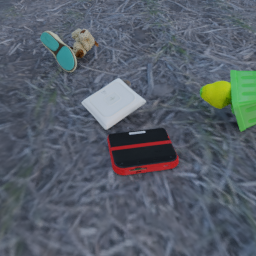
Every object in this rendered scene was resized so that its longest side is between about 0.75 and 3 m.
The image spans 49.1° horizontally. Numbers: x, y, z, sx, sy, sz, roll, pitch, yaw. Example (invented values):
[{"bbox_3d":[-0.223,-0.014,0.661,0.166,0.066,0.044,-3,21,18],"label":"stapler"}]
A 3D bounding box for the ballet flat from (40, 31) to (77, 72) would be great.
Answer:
[{"bbox_3d":[-2.677,-3.115,11.487,0.816,0.816,2.348,-28,69,-30],"label":"ballet flat"}]

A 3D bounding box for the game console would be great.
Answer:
[{"bbox_3d":[0.381,0.597,7.702,1.768,0.274,1.564,-6,36,-8],"label":"game console"}]

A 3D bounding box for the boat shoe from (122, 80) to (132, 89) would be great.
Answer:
[{"bbox_3d":[-0.142,-1.298,9.707,0.485,0.477,1.301,3,31,-8],"label":"boat shoe"}]

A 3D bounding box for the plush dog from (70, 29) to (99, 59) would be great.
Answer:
[{"bbox_3d":[-1.985,-3.496,12.030,1.174,1.097,1.367,-53,36,-1],"label":"plush dog"}]

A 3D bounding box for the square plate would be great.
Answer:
[{"bbox_3d":[-0.492,-0.858,8.827,1.560,0.222,1.545,-35,54,-14],"label":"square plate"}]

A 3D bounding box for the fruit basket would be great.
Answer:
[{"bbox_3d":[3.186,-0.902,8.604,1.890,1.363,1.890,-20,38,17],"label":"fruit basket"}]
